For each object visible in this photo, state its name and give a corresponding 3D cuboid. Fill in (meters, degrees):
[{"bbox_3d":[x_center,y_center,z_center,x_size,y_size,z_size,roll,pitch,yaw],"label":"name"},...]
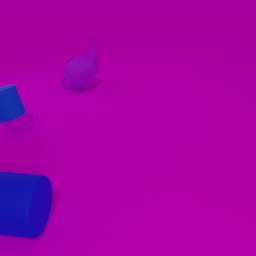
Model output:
[{"bbox_3d":[-2.075,1.358,5.052,1.095,1.095,1.095,4,36,5],"label":"cylinder"},{"bbox_3d":[-3.231,-0.649,7.411,0.800,0.800,0.800,-14,22,6],"label":"cylinder"},{"bbox_3d":[-1.617,-2.042,9.515,0.963,1.966,1.223,48,25,-1],"label":"teapot"}]
